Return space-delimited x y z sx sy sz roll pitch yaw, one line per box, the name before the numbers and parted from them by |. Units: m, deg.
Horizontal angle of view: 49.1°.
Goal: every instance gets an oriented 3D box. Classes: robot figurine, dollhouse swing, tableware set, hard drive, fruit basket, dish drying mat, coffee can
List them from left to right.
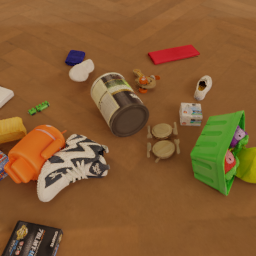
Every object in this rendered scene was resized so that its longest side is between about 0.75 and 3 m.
hard drive | -6.453 -0.963 12.097 1.684 0.335 2.553 18 49 16
dollhouse swing | -4.660 -0.065 10.817 1.209 1.098 1.063 -13 71 -12
robot figurine | -3.130 0.816 9.688 1.378 1.700 2.363 32 47 4
coffee can | -0.376 -0.955 11.194 1.619 1.619 2.212 -19 49 -17
tableware set | 1.350 0.517 10.701 1.206 0.366 1.824 -7 40 10
dish drying mat | 2.449 -3.946 15.021 2.648 0.241 1.017 -15 49 -15
fruit basket | 3.762 0.921 9.388 2.831 2.042 2.831 -12 37 9

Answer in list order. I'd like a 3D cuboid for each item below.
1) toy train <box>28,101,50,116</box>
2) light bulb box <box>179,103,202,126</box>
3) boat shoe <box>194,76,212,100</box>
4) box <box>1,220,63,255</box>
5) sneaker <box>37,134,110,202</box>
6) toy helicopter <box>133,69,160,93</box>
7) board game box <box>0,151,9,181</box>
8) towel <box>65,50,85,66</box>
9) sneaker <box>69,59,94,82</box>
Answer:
toy train | -3.830 -0.848 12.098 1.005 0.210 0.283 -35 66 -29
light bulb box | 2.589 -0.563 11.593 0.829 0.522 0.836 2 47 2
boat shoe | 3.489 -2.011 12.912 0.612 0.602 1.725 22 50 19
box | -2.736 3.439 7.926 1.394 0.349 1.404 8 47 9
sneaker | -1.600 1.391 9.310 1.807 1.108 2.777 10 37 21
toy helicopter | 0.780 -2.387 13.276 1.103 0.658 1.668 -19 45 -17
board game box | -5.432 1.628 9.560 1.736 0.442 2.565 30 53 26
towel | -2.765 -3.663 14.739 0.865 0.290 1.172 9 47 -1
sneaker | -2.355 -2.605 13.158 0.924 0.786 2.088 -12 22 22
